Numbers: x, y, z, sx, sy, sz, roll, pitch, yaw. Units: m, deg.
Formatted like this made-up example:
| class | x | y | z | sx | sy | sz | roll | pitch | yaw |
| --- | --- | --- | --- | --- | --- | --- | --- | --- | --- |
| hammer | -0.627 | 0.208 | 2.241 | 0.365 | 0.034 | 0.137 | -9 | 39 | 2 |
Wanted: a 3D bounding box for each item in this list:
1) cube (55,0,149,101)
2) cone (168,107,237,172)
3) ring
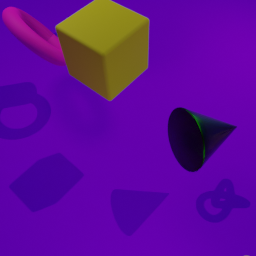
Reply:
| class | x | y | z | sx | sy | sz | roll | pitch | yaw |
| --- | --- | --- | --- | --- | --- | --- | --- | --- | --- |
| cube | -0.370 | -1.309 | 4.642 | 1.040 | 1.040 | 1.040 | 35 | 64 | 23 |
| cone | 1.550 | 0.095 | 5.209 | 1.193 | 1.189 | 1.189 | -12 | 57 | -19 |
| ring | -2.128 | -2.160 | 6.679 | 0.362 | 1.808 | 1.808 | -46 | 62 | 14 |
